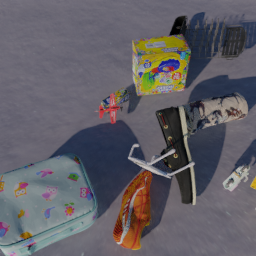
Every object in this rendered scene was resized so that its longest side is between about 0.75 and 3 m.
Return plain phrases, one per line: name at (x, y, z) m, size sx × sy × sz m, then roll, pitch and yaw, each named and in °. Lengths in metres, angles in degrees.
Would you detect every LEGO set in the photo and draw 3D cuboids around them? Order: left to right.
LEGO set at (3.565, 1.965, 6.290) m, size 1.313 × 1.062 × 2.854 m, roll -45°, pitch 61°, yaw 21°

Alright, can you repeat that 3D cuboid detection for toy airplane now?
toy airplane at (-0.546, -0.515, 8.076) m, size 0.894 × 0.164 × 0.894 m, roll -5°, pitch 77°, yaw 23°

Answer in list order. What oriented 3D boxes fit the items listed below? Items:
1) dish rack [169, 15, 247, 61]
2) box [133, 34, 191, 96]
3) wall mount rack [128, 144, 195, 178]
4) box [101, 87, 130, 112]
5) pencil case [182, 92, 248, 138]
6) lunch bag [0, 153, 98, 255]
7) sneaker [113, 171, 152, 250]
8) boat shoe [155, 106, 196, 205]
dish rack at (2.730, -3.114, 9.654) m, size 2.520 × 0.687 × 1.933 m, roll 6°, pitch 55°, yaw 22°
box at (0.963, -1.910, 8.602) m, size 1.541 × 1.484 × 0.940 m, roll -7°, pitch 49°, yaw -5°
wall mount rack at (0.730, 0.755, 6.355) m, size 1.221 × 1.405 × 0.524 m, roll 10°, pitch 75°, yaw 48°
box at (-0.388, -0.875, 8.631) m, size 0.904 × 0.290 × 0.317 m, roll -35°, pitch 62°, yaw -23°
pencil case at (2.417, -0.417, 7.910) m, size 2.029 × 0.907 × 0.789 m, roll -14°, pitch 25°, yaw -16°
lunch bag at (-1.920, 1.720, 6.277) m, size 2.305 × 0.889 × 1.849 m, roll -18°, pitch 59°, yaw -20°
sneaker at (0.226, 1.860, 6.502) m, size 0.713 × 0.674 × 1.848 m, roll 34°, pitch 58°, yaw -20°
boat shoe at (1.196, 0.671, 6.952) m, size 0.774 × 0.903 × 2.469 m, roll -10°, pitch 77°, yaw 4°
